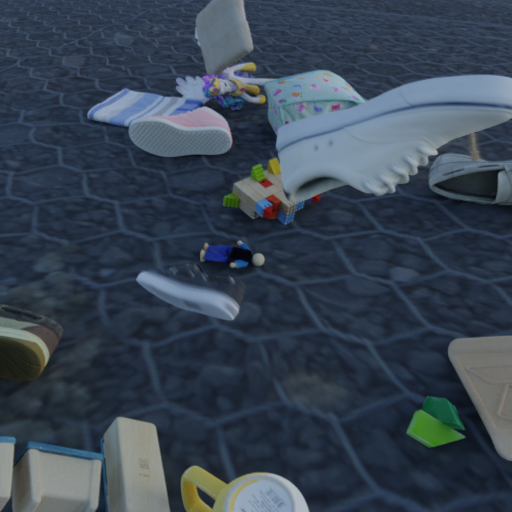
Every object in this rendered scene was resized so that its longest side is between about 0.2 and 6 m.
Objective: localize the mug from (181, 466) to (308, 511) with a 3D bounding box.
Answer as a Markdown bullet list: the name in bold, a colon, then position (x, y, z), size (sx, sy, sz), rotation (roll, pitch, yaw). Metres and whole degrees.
- **mug**: position (-0.104, 2.813, 5.555), size (1.520, 1.248, 1.217), rotation (3, 37, 6)

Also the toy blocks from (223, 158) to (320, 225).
- **toy blocks**: position (0.434, -1.196, 11.515), size (1.839, 0.919, 1.257), rotation (-27, 55, -33)

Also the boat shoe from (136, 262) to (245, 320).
- **boat shoe**: position (-0.807, 0.341, 6.991), size (1.630, 0.570, 0.540), rotation (10, 62, 41)

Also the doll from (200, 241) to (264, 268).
- **doll**: position (-0.409, -0.019, 10.256), size (1.142, 0.277, 0.779), rotation (8, 37, 11)

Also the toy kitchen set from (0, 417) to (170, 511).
- **toy kitchen set**: position (-2.385, 2.704, 6.241), size (2.143, 1.717, 1.262), rotation (25, 24, -32)

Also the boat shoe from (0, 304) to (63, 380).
- **boat shoe**: position (-4.177, 1.095, 8.235), size (2.794, 0.998, 0.918), rotation (10, 27, 13)

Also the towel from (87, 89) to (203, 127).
- **towel**: position (-3.113, -4.127, 15.849), size (2.766, 0.329, 2.031), rotation (14, 39, 18)

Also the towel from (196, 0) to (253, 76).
- **towel**: position (-0.673, -4.599, 11.578), size (0.340, 1.307, 1.972), rotation (-18, 10, -26)

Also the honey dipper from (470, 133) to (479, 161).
- **honey dipper**: position (3.847, -2.044, 9.946), size (0.136, 0.715, 0.136), rotation (-12, 14, 3)

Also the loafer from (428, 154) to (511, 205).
- **loafer**: position (5.168, -1.461, 11.662), size (3.079, 1.077, 1.075), rotation (8, 41, 23)

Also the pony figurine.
- **pony figurine**: position (-0.898, -5.184, 16.234), size (2.563, 2.134, 2.474), rotation (-13, 45, -41)

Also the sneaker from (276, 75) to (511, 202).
- **sneaker**: position (1.718, -1.382, 7.290), size (3.321, 1.176, 1.213), rotation (-7, -6, 42)

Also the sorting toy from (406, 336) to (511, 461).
- **sorting toy**: position (3.354, 1.865, 7.445), size (2.912, 0.429, 2.152), rotation (-4, 27, 3)

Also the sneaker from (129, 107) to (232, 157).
- **sneaker**: position (-1.843, -3.144, 13.997), size (2.491, 0.938, 1.302), rotation (3, 37, -4)

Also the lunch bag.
- **lunch bag**: position (1.571, -3.879, 14.577), size (2.378, 1.450, 2.026), rotation (-12, 37, -6)
